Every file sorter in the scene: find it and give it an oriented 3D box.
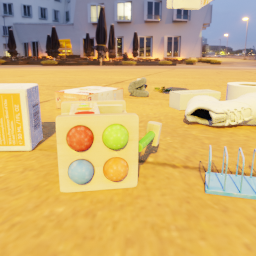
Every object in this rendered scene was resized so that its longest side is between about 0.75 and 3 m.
[{"bbox_3d":[1.585,0.601,3.967,0.905,0.555,0.628,5,16,15],"label":"file sorter"}]

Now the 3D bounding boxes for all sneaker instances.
[{"bbox_3d":[2.673,-0.354,7.336,2.453,0.914,1.069,-2,20,27],"label":"sneaker"}]

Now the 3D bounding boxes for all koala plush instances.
[{"bbox_3d":[0.530,-1.888,12.875,0.931,0.899,1.013,-7,16,16],"label":"koala plush"}]

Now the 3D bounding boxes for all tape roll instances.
[{"bbox_3d":[3.788,-0.877,8.724,1.425,0.978,1.425,0,15,0],"label":"tape roll"}]

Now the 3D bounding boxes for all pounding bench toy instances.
[{"bbox_3d":[-0.160,0.211,4.381,1.761,1.094,1.373,-3,15,-9],"label":"pounding bench toy"}]

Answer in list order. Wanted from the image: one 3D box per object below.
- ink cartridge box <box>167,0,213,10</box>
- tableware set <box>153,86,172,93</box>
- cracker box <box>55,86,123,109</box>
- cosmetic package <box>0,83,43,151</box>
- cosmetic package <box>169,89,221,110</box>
[{"bbox_3d":[1.936,-4.328,8.536,1.072,1.100,1.712,16,41,29],"label":"ink cartridge box"},{"bbox_3d":[1.794,-2.019,14.554,0.980,0.223,1.455,1,15,4],"label":"tableware set"},{"bbox_3d":[-1.373,-1.134,10.354,1.490,0.641,2.224,9,18,30],"label":"cracker box"},{"bbox_3d":[-3.151,-0.237,5.717,2.517,1.276,0.897,-1,15,-1],"label":"cosmetic package"},{"bbox_3d":[2.400,-1.032,10.080,1.630,0.596,0.844,-6,16,-17],"label":"cosmetic package"}]
